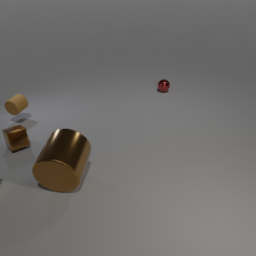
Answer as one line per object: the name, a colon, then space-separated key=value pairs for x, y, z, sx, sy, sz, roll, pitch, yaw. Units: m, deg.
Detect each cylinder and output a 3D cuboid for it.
cylinder: x=-4.807 y=-1.010 z=12.087 sx=0.700 sy=0.700 sz=0.700 roll=10 pitch=36 yaw=17
cylinder: x=-1.961 y=0.970 z=8.497 sx=1.400 sy=1.400 sz=1.400 roll=4 pitch=40 yaw=8

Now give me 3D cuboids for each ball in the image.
ball: x=1.988 y=-2.357 z=15.556 sx=0.700 sy=0.700 sz=0.700 roll=0 pitch=29 yaw=0

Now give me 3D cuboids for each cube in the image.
cube: x=-4.188 y=0.354 z=10.479 sx=0.700 sy=0.700 sz=0.700 roll=-21 pitch=22 yaw=-33
